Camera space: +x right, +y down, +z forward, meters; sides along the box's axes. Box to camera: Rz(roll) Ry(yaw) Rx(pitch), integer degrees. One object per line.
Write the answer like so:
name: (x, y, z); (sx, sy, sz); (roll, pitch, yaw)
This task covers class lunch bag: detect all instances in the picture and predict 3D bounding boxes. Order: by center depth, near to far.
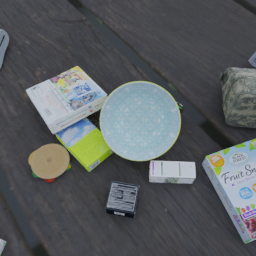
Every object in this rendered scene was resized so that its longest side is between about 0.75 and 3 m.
lunch bag: (4.870, -1.281, 10.366); (2.633, 1.834, 2.208); (5, 50, 2)

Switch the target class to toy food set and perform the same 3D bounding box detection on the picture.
toy food set: (-2.714, 1.184, 9.762); (1.382, 0.336, 1.368); (-26, 62, -15)

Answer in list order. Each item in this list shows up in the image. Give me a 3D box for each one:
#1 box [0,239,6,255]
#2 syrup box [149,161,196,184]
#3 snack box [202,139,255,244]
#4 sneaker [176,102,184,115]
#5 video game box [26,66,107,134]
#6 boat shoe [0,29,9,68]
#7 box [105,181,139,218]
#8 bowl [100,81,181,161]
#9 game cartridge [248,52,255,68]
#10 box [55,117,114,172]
box: (-4.206, 3.652, 8.207); (0.821, 0.450, 0.931); (13, 59, 7)
syrup box: (1.468, 1.488, 9.427); (1.488, 0.586, 0.606); (3, 59, 2)
snack box: (3.976, 1.937, 9.061); (2.004, 0.746, 2.818); (-17, 60, -10)
sneaker: (0.924, -1.138, 10.771); (2.585, 1.008, 1.101); (20, 61, 12)
video game box: (-2.349, -1.186, 10.693); (2.352, 0.604, 2.582); (-31, 48, -14)
boat shoe: (-5.979, -3.171, 12.185); (0.821, 0.953, 2.646); (-9, 53, 27)
box: (-0.162, 2.286, 8.952); (0.943, 0.581, 0.935); (9, 59, 6)
bowl: (0.431, -0.226, 9.789); (2.649, 1.425, 2.649); (0, 91, 4)
game cartridge: (5.573, -2.849, 11.925); (0.852, 0.567, 0.174); (20, 33, -21)
box: (-1.615, 0.420, 10.115); (1.285, 0.502, 2.108); (-38, 65, -22)
